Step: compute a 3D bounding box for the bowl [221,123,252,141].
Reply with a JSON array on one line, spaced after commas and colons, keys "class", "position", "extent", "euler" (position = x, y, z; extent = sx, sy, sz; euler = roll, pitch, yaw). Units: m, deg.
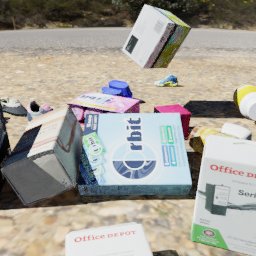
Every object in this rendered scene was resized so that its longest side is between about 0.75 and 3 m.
[{"class": "bowl", "position": [3.581, 0.418, 9.464], "extent": [0.386, 1.034, 1.035], "euler": [-31, 39, -32]}]

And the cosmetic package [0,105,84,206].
[{"class": "cosmetic package", "position": [-2.283, 0.614, 8.199], "extent": [1.540, 1.300, 2.979], "euler": [-21, 25, 5]}]

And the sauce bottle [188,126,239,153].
[{"class": "sauce bottle", "position": [3.297, 0.702, 8.918], "extent": [2.806, 0.926, 0.926], "euler": [21, 32, 41]}]

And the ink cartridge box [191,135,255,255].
[{"class": "ink cartridge box", "position": [2.272, 1.423, 5.853], "extent": [1.641, 2.239, 0.930], "euler": [8, 27, 17]}]

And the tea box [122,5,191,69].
[{"class": "tea box", "position": [1.209, -3.715, 11.717], "extent": [1.377, 2.060, 2.027], "euler": [45, 35, 20]}]

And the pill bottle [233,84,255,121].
[{"class": "pill bottle", "position": [5.486, -1.118, 12.414], "extent": [1.206, 1.206, 2.154], "euler": [3, 24, 6]}]

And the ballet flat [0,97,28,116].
[{"class": "ballet flat", "position": [-5.428, -1.049, 12.880], "extent": [2.014, 0.736, 0.736], "euler": [13, 28, 25]}]

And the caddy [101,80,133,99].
[{"class": "caddy", "position": [-0.550, -1.735, 14.156], "extent": [1.675, 0.879, 1.184], "euler": [20, 53, 40]}]

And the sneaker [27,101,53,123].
[{"class": "sneaker", "position": [-3.051, -0.386, 11.045], "extent": [2.581, 1.059, 0.906], "euler": [14, 29, 26]}]

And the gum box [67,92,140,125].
[{"class": "gum box", "position": [-1.081, -0.741, 11.938], "extent": [2.808, 0.929, 1.594], "euler": [12, 28, 23]}]

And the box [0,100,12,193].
[{"class": "box", "position": [-4.054, 0.477, 7.384], "extent": [1.133, 2.631, 2.155], "euler": [-3, 26, -6]}]

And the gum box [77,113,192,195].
[{"class": "gum box", "position": [0.159, 0.687, 8.183], "extent": [2.972, 0.662, 2.525], "euler": [0, 50, -1]}]

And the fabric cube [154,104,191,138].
[{"class": "fabric cube", "position": [1.652, -0.231, 10.753], "extent": [1.071, 1.054, 1.074], "euler": [-6, 26, -16]}]

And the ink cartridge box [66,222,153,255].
[{"class": "ink cartridge box", "position": [-0.242, 2.725, 4.685], "extent": [1.519, 0.891, 2.074], "euler": [-5, 25, -11]}]

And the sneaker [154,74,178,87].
[{"class": "sneaker", "position": [2.295, -2.862, 16.634], "extent": [1.419, 0.745, 0.537], "euler": [1, 26, 1]}]
